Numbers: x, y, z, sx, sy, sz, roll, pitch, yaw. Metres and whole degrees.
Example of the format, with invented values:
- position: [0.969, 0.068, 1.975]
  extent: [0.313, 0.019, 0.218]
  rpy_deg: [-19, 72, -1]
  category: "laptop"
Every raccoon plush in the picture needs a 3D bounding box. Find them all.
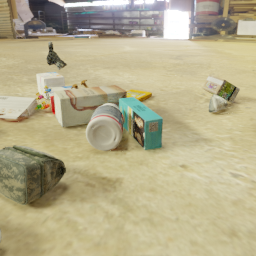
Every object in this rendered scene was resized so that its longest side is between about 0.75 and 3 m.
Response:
- position: [-2.915, -2.939, 11.461]
  extent: [0.735, 1.097, 0.531]
  rpy_deg: [8, 34, 14]
  category: "raccoon plush"

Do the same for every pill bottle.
- position: [-0.732, -0.156, 9.770]
  extent: [1.180, 1.180, 1.973]
  rpy_deg: [1, 24, 2]
  category: "pill bottle"

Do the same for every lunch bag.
- position: [-2.561, 1.048, 7.118]
  extent: [1.589, 1.107, 1.333]
  rpy_deg: [13, 15, 30]
  category: "lunch bag"

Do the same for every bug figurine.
- position: [-3.900, -1.288, 12.902]
  extent: [0.985, 0.327, 1.270]
  rpy_deg: [-16, 59, 27]
  category: "bug figurine"

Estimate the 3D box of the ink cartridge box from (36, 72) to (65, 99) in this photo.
- position: [-4.070, -2.276, 14.952]
  extent: [1.106, 1.078, 1.721]
  rpy_deg: [-13, 26, -29]
  category: "ink cartridge box"

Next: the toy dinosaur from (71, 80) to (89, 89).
- position: [-2.103, -1.661, 13.885]
  extent: [0.852, 1.499, 2.822]
  rpy_deg: [-36, 35, -6]
  category: "toy dinosaur"

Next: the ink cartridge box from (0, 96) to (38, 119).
- position: [-5.227, -0.777, 12.228]
  extent: [1.942, 0.434, 1.711]
  rpy_deg: [5, 38, 12]
  category: "ink cartridge box"

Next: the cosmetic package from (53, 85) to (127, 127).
- position: [-1.567, -0.985, 11.709]
  extent: [2.780, 1.213, 1.437]
  rpy_deg: [-11, 25, -24]
  category: "cosmetic package"

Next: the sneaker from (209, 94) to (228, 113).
- position: [4.150, -1.127, 12.827]
  extent: [0.789, 0.675, 1.813]
  rpy_deg: [14, 27, 19]
  category: "sneaker"

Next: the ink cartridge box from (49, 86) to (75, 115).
- position: [-3.011, -1.332, 13.155]
  extent: [1.256, 0.727, 2.163]
  rpy_deg: [-7, 25, -16]
  category: "ink cartridge box"

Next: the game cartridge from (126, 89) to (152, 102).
- position: [0.356, -1.706, 14.689]
  extent: [1.358, 0.250, 1.541]
  rpy_deg: [13, 27, 28]
  category: "game cartridge"

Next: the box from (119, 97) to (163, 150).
- position: [0.391, -0.251, 10.153]
  extent: [0.642, 1.075, 2.613]
  rpy_deg: [-9, 24, -18]
  category: "box"

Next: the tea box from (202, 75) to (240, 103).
- position: [4.639, -1.965, 14.016]
  extent: [1.207, 0.820, 1.227]
  rpy_deg: [20, 13, -28]
  category: "tea box"
